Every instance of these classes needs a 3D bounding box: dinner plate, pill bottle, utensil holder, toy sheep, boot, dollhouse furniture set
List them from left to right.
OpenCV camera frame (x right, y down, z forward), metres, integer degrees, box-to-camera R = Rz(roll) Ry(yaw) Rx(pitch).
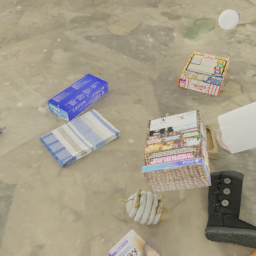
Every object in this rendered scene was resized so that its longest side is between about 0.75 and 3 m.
[{"bbox_3d":[0.499,2.371,8.429,1.576,1.087,1.087,19,48,3],"label":"toy sheep"},{"bbox_3d":[2.318,0.136,10.197,1.954,1.592,1.858,2,44,3],"label":"dollhouse furniture set"},{"bbox_3d":[3.933,-4.226,10.874,0.734,0.734,1.228,18,32,17],"label":"pill bottle"},{"bbox_3d":[4.070,0.388,10.857,1.232,0.149,1.232,-3,60,6],"label":"dinner plate"},{"bbox_3d":[3.360,2.347,8.513,1.857,0.740,2.253,2,41,21],"label":"boot"},{"bbox_3d":[2.711,-0.038,6.181,1.155,0.981,0.981,-22,40,24],"label":"utensil holder"}]

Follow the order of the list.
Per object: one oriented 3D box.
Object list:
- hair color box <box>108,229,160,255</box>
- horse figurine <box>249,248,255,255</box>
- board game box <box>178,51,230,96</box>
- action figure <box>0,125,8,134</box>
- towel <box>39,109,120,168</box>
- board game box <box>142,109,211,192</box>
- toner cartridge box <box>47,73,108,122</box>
[{"bbox_3d":[0.395,3.692,7.485,1.738,0.563,0.950,36,55,28],"label":"hair color box"},{"bbox_3d":[3.080,3.997,7.121,2.403,0.600,1.593,-15,42,-11],"label":"horse figurine"},{"bbox_3d":[3.769,-2.756,13.764,1.945,0.595,2.568,18,48,17],"label":"board game box"},{"bbox_3d":[-5.376,0.223,10.942,0.930,1.033,1.388,28,27,-6],"label":"action figure"},{"bbox_3d":[-1.879,0.289,10.990,2.641,0.314,1.940,-30,52,-26],"label":"towel"},{"bbox_3d":[1.396,0.628,8.006,1.619,0.983,2.030,-12,42,22],"label":"board game box"},{"bbox_3d":[-2.163,-1.425,12.484,1.239,0.563,2.609,28,51,26],"label":"toner cartridge box"}]
